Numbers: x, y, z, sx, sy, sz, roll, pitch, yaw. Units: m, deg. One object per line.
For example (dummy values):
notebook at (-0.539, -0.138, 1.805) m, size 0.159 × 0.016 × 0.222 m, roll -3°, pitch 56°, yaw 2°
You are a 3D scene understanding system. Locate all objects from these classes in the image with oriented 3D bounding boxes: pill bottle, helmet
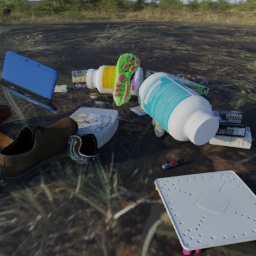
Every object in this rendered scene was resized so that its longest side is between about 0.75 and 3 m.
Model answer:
pill bottle at (-0.643, -2.378, 13.925) m, size 2.670 × 1.392 × 1.392 m, roll 5°, pitch 27°, yaw 9°
helmet at (-1.349, 0.646, 8.399) m, size 0.943 × 0.899 × 0.943 m, roll -7°, pitch 2°, yaw 0°
pill bottle at (1.555, -0.590, 8.781) m, size 1.483 × 1.483 × 2.677 m, roll -14°, pitch 39°, yaw -26°

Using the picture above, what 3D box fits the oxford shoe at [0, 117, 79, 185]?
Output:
oxford shoe at (-2.485, 0.346, 8.239) m, size 1.038 × 1.206 × 2.857 m, roll 18°, pitch 40°, yaw 24°

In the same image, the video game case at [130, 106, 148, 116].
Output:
video game case at (0.614, -0.779, 12.174) m, size 0.738 × 0.089 × 0.811 m, roll -16°, pitch 31°, yaw -29°

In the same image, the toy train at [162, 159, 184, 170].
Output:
toy train at (1.345, 1.078, 8.327) m, size 0.780 × 0.179 × 0.133 m, roll -14°, pitch 29°, yaw -25°

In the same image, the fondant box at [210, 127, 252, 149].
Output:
fondant box at (3.544, 0.264, 9.731) m, size 1.302 × 0.379 × 0.940 m, roll 8°, pitch 27°, yaw 15°

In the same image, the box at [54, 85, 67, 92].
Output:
box at (-3.900, -2.030, 14.460) m, size 1.473 × 0.305 × 0.285 m, roll -1°, pitch 26°, yaw -1°

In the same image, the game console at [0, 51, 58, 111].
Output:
game console at (-3.732, -1.772, 11.069) m, size 2.183 × 1.291 × 1.863 m, roll 24°, pitch -8°, yaw 4°

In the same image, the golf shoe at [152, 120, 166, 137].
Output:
golf shoe at (1.315, -0.130, 10.386) m, size 0.715 × 0.576 × 1.470 m, roll 5°, pitch 27°, yaw -2°

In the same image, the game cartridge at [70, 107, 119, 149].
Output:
game cartridge at (-1.381, -0.061, 10.287) m, size 1.843 × 0.575 × 2.768 m, roll 3°, pitch 26°, yaw 16°

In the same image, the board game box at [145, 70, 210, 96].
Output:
board game box at (2.477, -2.348, 14.410) m, size 1.921 × 0.416 × 2.855 m, roll 3°, pitch 20°, yaw -34°

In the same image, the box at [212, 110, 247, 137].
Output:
box at (3.145, -0.204, 9.761) m, size 1.732 × 0.431 × 1.366 m, roll 4°, pitch 26°, yaw 16°

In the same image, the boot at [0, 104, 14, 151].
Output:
boot at (-4.585, 0.034, 9.743) m, size 2.468 × 0.845 × 2.323 m, roll 23°, pitch 28°, yaw 32°

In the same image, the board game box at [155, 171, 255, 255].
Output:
board game box at (1.989, 1.866, 6.612) m, size 2.247 × 0.291 × 2.248 m, roll -4°, pitch 27°, yaw -10°

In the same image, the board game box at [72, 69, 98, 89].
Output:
board game box at (-2.358, -2.790, 15.870) m, size 1.574 × 0.402 × 2.323 m, roll -5°, pitch 27°, yaw -10°

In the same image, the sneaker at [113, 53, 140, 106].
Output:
sneaker at (-0.161, -1.682, 9.597) m, size 0.782 × 0.854 × 2.038 m, roll 21°, pitch 69°, yaw -10°
